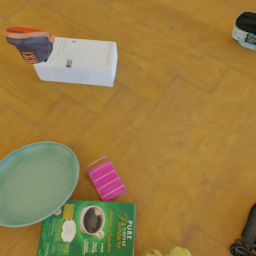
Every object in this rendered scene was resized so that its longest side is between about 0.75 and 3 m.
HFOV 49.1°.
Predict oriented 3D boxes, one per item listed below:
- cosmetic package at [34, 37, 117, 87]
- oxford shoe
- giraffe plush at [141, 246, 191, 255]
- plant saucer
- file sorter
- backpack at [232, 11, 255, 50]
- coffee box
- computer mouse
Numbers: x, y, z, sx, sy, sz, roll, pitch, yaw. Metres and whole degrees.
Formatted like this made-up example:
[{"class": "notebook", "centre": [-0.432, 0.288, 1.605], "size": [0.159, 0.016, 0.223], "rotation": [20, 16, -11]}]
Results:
[{"class": "cosmetic package", "centre": [-1.600, -2.120, 8.901], "size": [2.403, 0.890, 1.222], "rotation": [4, 65, 3]}, {"class": "oxford shoe", "centre": [-2.183, -1.863, 6.490], "size": [0.774, 2.176, 0.789], "rotation": [9, 103, 2]}, {"class": "giraffe plush", "centre": [1.214, 3.952, 5.491], "size": [2.203, 2.716, 2.344], "rotation": [44, 65, -12]}, {"class": "plant saucer", "centre": [-2.393, 1.413, 7.129], "size": [2.480, 0.446, 2.480], "rotation": [-6, 46, 6]}, {"class": "file sorter", "centre": [-0.582, 1.331, 7.390], "size": [0.686, 0.619, 0.987], "rotation": [-28, 68, -12]}, {"class": "backpack", "centre": [4.162, -3.296, 9.420], "size": [1.219, 0.934, 1.071], "rotation": [31, 74, 15]}, {"class": "coffee box", "centre": [-0.961, 2.516, 6.885], "size": [2.285, 0.503, 1.405], "rotation": [1, 65, 1]}, {"class": "computer mouse", "centre": [3.323, 2.566, 6.898], "size": [1.156, 0.440, 1.670], "rotation": [25, 67, 12]}]
